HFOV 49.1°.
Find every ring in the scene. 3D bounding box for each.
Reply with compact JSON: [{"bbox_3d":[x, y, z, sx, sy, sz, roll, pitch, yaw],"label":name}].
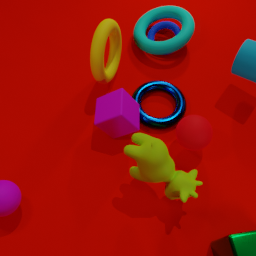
[{"bbox_3d":[1.144,-2.807,8.726,1.094,0.219,1.094,-2,81,10],"label":"ring"},{"bbox_3d":[1.085,-3.034,8.627,1.890,0.378,1.890,-7,61,13],"label":"ring"},{"bbox_3d":[0.835,-0.662,7.700,1.546,0.309,1.546,0,62,0],"label":"ring"},{"bbox_3d":[-0.557,-2.012,7.443,0.334,1.671,1.671,12,62,13],"label":"ring"}]

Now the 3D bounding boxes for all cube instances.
[{"bbox_3d":[-0.259,-0.347,7.040,0.815,0.815,0.815,-19,53,28],"label":"cube"},{"bbox_3d":[2.524,2.680,5.309,1.311,1.311,1.311,-8,63,-4],"label":"cube"}]

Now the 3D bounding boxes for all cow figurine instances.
[{"bbox_3d":[0.753,0.836,5.788,1.482,1.506,0.827,13,50,27],"label":"cow figurine"}]

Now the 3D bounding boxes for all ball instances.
[{"bbox_3d":[-2.690,1.503,5.990,0.756,0.756,0.756,0,62,0],"label":"ball"},{"bbox_3d":[1.593,0.117,6.774,0.874,0.874,0.874,0,62,0],"label":"ball"}]

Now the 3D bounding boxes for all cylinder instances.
[{"bbox_3d":[3.291,-1.670,7.163,0.934,0.934,0.934,30,65,23],"label":"cylinder"}]
